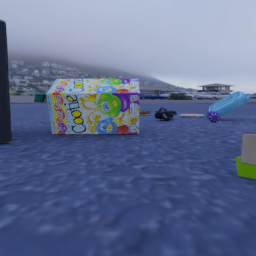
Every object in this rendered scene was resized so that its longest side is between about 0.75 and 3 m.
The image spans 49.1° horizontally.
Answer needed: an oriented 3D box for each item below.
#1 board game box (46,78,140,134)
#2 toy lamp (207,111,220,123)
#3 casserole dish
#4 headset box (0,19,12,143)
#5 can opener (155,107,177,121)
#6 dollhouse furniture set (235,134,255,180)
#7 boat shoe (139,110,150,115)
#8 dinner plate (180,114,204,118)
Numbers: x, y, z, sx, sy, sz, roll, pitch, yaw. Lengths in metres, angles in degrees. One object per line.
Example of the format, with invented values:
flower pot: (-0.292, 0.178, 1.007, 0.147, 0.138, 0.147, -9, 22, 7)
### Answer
board game box: (-0.830, -0.586, 7.380, 2.245, 1.177, 1.156, 0, 28, 1)
toy lamp: (2.435, -0.325, 7.994, 0.314, 0.314, 1.077, 1, 8, 13)
casserole dish: (4.203, -1.004, 11.957, 1.920, 0.372, 1.163, -29, 14, 28)
headset box: (-3.507, -1.000, 6.332, 1.326, 2.489, 2.859, -3, 7, -28)
can opener: (1.646, -0.536, 12.056, 0.543, 0.673, 1.713, -37, -14, 23)
dollhouse furniture set: (1.953, 0.246, 3.534, 0.805, 0.617, 1.229, 5, 8, 39)
boat shoe: (0.825, -0.837, 15.379, 0.814, 0.275, 0.293, 0, 6, -1)
dinner plate: (3.147, -0.599, 13.801, 1.172, 0.142, 1.172, 0, 5, 0)
